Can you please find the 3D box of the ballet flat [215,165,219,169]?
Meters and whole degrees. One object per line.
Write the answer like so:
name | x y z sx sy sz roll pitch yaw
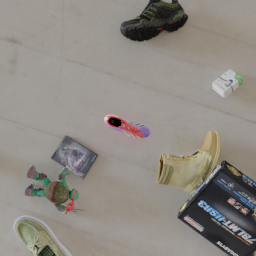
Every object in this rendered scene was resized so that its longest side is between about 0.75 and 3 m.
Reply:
ballet flat | 3.572 1.658 9.909 1.470 0.511 0.511 21 83 3

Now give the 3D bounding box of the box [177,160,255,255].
box | 3.312 2.726 8.958 2.538 0.631 2.519 37 117 7

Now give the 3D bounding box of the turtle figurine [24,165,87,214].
turtle figurine | -2.383 2.081 9.571 2.214 1.115 1.658 14 85 8

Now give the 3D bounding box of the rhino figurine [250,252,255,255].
rhino figurine | 3.752 4.592 9.527 0.639 0.437 1.462 38 83 7

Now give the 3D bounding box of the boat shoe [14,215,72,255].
boat shoe | -2.856 3.923 9.442 2.549 0.791 0.918 38 84 5

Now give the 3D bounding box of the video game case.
video game case | -1.934 1.042 10.169 1.409 0.134 1.007 31 83 3

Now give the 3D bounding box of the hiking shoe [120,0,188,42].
hiking shoe | 0.862 -4.156 10.548 2.615 0.990 1.316 -16 74 -11

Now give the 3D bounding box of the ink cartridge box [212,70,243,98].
ink cartridge box | 3.638 -1.632 10.274 0.875 0.368 0.639 -38 55 -4

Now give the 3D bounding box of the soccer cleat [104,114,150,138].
soccer cleat | -0.014 -0.029 9.593 1.696 0.648 0.566 21 93 -8

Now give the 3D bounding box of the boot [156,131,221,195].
boot | 2.081 1.041 9.744 1.851 0.867 2.381 17 90 -3
